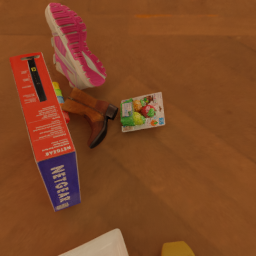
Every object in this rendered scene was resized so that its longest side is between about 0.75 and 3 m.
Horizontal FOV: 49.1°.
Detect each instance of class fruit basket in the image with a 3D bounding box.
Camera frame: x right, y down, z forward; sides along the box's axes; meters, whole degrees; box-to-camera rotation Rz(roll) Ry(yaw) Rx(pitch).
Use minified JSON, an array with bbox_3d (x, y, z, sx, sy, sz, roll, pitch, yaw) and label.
[{"bbox_3d":[0.410,-0.507,8.384,1.302,0.610,1.206,-13,57,18],"label":"fruit basket"}]

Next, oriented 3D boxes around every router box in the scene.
[{"bbox_3d":[-1.885,0.224,6.670,0.725,2.967,2.663,-16,60,-17],"label":"router box"}]

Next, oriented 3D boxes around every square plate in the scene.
[{"bbox_3d":[-0.796,3.664,5.900,2.281,0.324,2.260,-26,59,3],"label":"square plate"}]

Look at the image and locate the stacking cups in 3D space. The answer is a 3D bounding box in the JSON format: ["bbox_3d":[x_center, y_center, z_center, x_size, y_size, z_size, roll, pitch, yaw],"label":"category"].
[{"bbox_3d":[-2.180,-0.790,8.767,0.437,0.437,1.446,-20,61,-11],"label":"stacking cups"}]

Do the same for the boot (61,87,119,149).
[{"bbox_3d":[-1.298,-0.325,8.204,1.594,0.546,1.501,24,80,11],"label":"boot"}]

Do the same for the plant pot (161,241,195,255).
[{"bbox_3d":[1.104,3.068,6.306,0.822,0.828,0.847,-6,42,-3],"label":"plant pot"}]

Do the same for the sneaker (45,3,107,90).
[{"bbox_3d":[-1.892,-2.437,8.776,1.187,1.287,2.918,-24,91,-51],"label":"sneaker"}]
